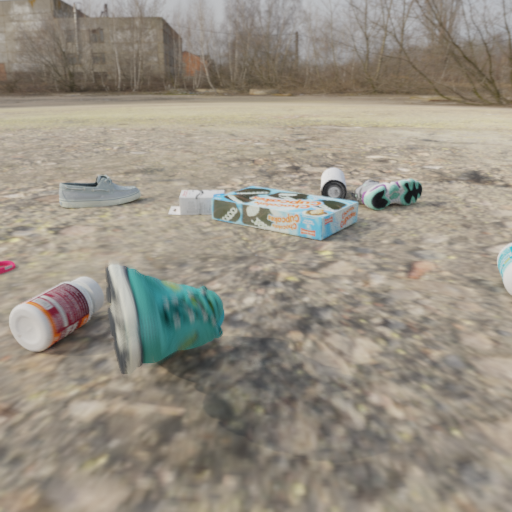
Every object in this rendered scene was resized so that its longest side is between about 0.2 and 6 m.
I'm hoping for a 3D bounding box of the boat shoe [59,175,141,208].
[{"bbox_3d":[-4.236,-1.798,15.246,2.189,0.780,0.764,-9,21,-23],"label":"boat shoe"}]

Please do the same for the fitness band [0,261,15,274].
[{"bbox_3d":[-4.877,0.229,10.589,0.450,0.117,0.627,11,21,34],"label":"fitness band"}]

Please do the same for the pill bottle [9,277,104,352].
[{"bbox_3d":[-2.830,0.794,8.088,0.706,0.706,1.289,8,22,22],"label":"pill bottle"}]

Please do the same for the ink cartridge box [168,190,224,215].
[{"bbox_3d":[-1.541,-1.395,14.563,1.435,0.487,0.832,-1,20,-2],"label":"ink cartridge box"}]

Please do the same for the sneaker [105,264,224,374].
[{"bbox_3d":[-0.979,0.631,6.455,1.191,1.159,2.990,-10,-5,1],"label":"sneaker"}]

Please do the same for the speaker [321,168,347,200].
[{"bbox_3d":[2.197,-2.015,15.942,0.724,0.724,1.784,2,19,6],"label":"speaker"}]

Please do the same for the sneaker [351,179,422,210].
[{"bbox_3d":[3.492,-1.819,15.370,1.907,0.741,1.334,-9,22,-26],"label":"sneaker"}]

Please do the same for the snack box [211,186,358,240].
[{"bbox_3d":[0.671,-1.106,13.612,3.120,0.579,1.813,13,23,32],"label":"snack box"}]

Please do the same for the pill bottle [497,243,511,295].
[{"bbox_3d":[4.544,0.283,9.477,0.741,0.741,1.338,5,20,15],"label":"pill bottle"}]
